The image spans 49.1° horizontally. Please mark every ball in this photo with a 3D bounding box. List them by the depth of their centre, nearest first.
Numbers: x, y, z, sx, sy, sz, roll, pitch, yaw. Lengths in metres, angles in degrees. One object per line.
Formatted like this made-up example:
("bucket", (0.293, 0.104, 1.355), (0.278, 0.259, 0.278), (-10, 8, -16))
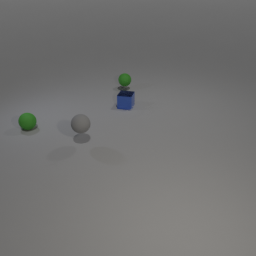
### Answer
("ball", (-1.703, -0.153, 10.075), (0.700, 0.700, 0.700), (0, 29, 0))
("ball", (-4.081, -0.274, 11.373), (0.700, 0.700, 0.700), (0, 29, 0))
("ball", (-0.172, -2.598, 15.112), (0.700, 0.700, 0.700), (0, 29, 0))

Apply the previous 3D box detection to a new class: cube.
("cube", (-0.096, -1.323, 13.299), (0.700, 0.700, 0.700), (7, 30, 13))
